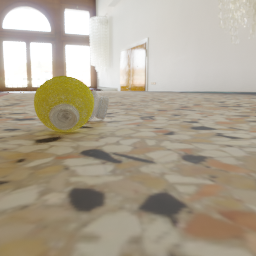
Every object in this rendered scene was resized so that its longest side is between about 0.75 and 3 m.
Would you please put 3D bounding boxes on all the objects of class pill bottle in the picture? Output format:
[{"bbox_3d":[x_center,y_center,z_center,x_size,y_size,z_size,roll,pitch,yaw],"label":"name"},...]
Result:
[{"bbox_3d":[-1.637,-0.848,9.365,1.876,1.053,1.053,12,6,-13],"label":"pill bottle"}]

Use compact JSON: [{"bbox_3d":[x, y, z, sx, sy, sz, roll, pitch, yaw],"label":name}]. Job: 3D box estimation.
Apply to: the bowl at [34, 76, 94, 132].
[{"bbox_3d":[-1.552,-0.420,6.848,1.511,1.511,0.813,-2,35,-11],"label":"bowl"}]
